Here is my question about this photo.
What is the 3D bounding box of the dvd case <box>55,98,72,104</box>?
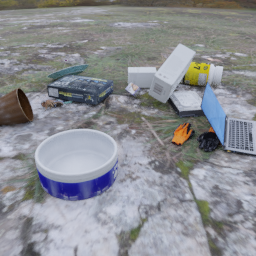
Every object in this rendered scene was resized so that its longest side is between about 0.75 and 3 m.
[{"bbox_3d":[-3.155,-1.394,13.649,0.677,0.102,0.927,-12,30,-20],"label":"dvd case"}]

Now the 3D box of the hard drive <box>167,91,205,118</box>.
[{"bbox_3d":[2.732,-1.145,12.943,1.445,0.391,2.069,-4,31,-7],"label":"hard drive"}]

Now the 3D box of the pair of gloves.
[{"bbox_3d":[2.569,0.322,10.532,1.727,0.214,1.539,14,38,21],"label":"pair of gloves"}]

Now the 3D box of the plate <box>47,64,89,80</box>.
[{"bbox_3d":[-3.304,-3.083,15.677,2.376,0.304,2.376,-18,7,2],"label":"plate"}]

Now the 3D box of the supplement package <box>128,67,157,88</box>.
[{"bbox_3d":[0.767,-2.740,15.178,1.532,0.898,0.895,0,30,0],"label":"supplement package"}]

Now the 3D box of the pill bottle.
[{"bbox_3d":[3.978,-2.919,15.184,2.109,1.205,1.205,10,31,15],"label":"pill bottle"}]

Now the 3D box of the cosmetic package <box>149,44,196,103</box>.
[{"bbox_3d":[2.083,-2.575,13.121,0.999,1.371,2.697,32,58,10],"label":"cosmetic package"}]

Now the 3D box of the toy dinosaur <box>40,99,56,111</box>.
[{"bbox_3d":[-3.668,-1.112,12.698,0.528,0.779,0.334,55,21,11],"label":"toy dinosaur"}]

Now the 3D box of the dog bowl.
[{"bbox_3d":[-1.524,1.033,8.578,2.435,0.959,2.435,0,29,0],"label":"dog bowl"}]

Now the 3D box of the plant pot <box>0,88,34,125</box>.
[{"bbox_3d":[-4.883,-0.700,11.393,1.534,1.434,1.434,-20,32,-1],"label":"plant pot"}]

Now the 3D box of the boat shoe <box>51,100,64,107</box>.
[{"bbox_3d":[-3.364,-1.081,12.965,0.822,0.297,0.297,1,33,22],"label":"boat shoe"}]

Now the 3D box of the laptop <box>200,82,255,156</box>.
[{"bbox_3d":[4.130,-0.399,10.392,2.786,1.615,2.609,9,31,16],"label":"laptop"}]

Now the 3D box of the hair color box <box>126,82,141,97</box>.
[{"bbox_3d":[0.266,-1.913,13.916,0.466,0.276,0.853,-49,39,1],"label":"hair color box"}]

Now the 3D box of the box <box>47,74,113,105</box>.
[{"bbox_3d":[-2.310,-1.968,13.955,2.655,0.677,2.094,11,29,15],"label":"box"}]
